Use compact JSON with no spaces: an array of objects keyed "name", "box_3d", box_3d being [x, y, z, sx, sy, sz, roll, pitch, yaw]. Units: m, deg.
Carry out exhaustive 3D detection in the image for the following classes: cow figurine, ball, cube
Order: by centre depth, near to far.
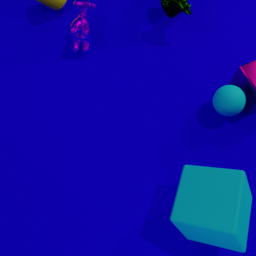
[{"name":"cube","box_3d":[1.720,1.596,5.635,1.206,1.206,1.206,2,56,32]},{"name":"ball","box_3d":[2.460,-0.665,6.825,0.753,0.753,0.753,0,70,0]},{"name":"cube","box_3d":[3.302,-1.094,7.069,0.976,0.976,0.976,-23,71,-9]},{"name":"cow figurine","box_3d":[1.464,-3.653,7.610,1.559,1.534,0.856,-42,120,-7]},{"name":"cow figurine","box_3d":[-1.228,-2.835,7.640,0.673,1.226,1.206,7,56,-2]}]

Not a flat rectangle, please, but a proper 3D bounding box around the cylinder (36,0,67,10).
[{"name":"cylinder","box_3d":[-2.240,-3.890,7.949,0.784,0.784,0.784,-4,84,37]}]
